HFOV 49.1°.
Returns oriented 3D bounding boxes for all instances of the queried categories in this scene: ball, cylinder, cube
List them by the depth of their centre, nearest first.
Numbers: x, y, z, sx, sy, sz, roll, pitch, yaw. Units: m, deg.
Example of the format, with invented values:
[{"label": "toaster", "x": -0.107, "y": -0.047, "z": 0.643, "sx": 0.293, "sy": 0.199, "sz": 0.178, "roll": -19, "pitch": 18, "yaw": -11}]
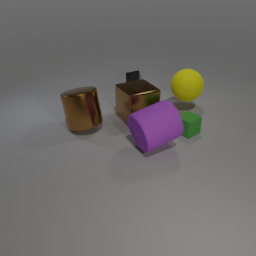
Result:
[{"label": "cylinder", "x": 0.918, "y": -0.070, "z": 9.552, "sx": 1.400, "sy": 1.400, "sz": 1.400, "roll": -24, "pitch": 37, "yaw": -17}, {"label": "cube", "x": 2.317, "y": -0.138, "z": 10.751, "sx": 0.700, "sy": 0.700, "sz": 0.700, "roll": -23, "pitch": 37, "yaw": -31}, {"label": "cylinder", "x": -1.780, "y": -0.771, "z": 10.858, "sx": 1.400, "sy": 1.400, "sz": 1.400, "roll": -9, "pitch": 20, "yaw": 3}, {"label": "cube", "x": 0.384, "y": -1.065, "z": 11.669, "sx": 1.400, "sy": 1.400, "sz": 1.400, "roll": -14, "pitch": 33, "yaw": -23}, {"label": "ball", "x": 2.567, "y": -1.849, "z": 12.171, "sx": 1.400, "sy": 1.400, "sz": 1.400, "roll": 0, "pitch": 30, "yaw": 0}, {"label": "cube", "x": 0.314, "y": -2.396, "z": 14.242, "sx": 0.700, "sy": 0.700, "sz": 0.700, "roll": -8, "pitch": 62, "yaw": 13}]
